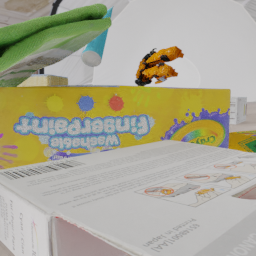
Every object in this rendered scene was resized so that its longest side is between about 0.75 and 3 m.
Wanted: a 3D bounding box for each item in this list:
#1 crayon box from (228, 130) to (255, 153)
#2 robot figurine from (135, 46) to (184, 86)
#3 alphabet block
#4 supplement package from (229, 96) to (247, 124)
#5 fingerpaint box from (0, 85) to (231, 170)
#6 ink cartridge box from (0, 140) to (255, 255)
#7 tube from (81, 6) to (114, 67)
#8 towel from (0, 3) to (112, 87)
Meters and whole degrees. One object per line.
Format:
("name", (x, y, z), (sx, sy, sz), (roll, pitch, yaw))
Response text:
("crayon box", (2.145, 0.237, 4.432), (0.744, 0.305, 1.183), (-4, 7, -29))
("robot figurine", (0.982, -2.092, 9.747), (0.591, 1.472, 2.030), (25, -13, -28))
("alphabet block", (-2.900, -0.940, 9.264), (1.515, 1.551, 1.523), (2, 7, 13))
("supplement package", (3.300, -0.649, 9.642), (1.238, 0.881, 1.589), (4, 8, 32))
("fingerpaint box", (-0.335, -0.123, 4.342), (2.841, 1.042, 2.370), (-2, 7, -14))
("ink cartridge box", (0.330, 0.453, 1.905), (1.954, 0.437, 1.722), (-7, 9, -44))
("tube", (-1.100, -3.415, 10.270), (1.065, 2.750, 0.693), (-21, -45, 34))
("towel", (-1.770, -0.388, 3.199), (2.999, 0.460, 2.237), (-18, 20, 36))
